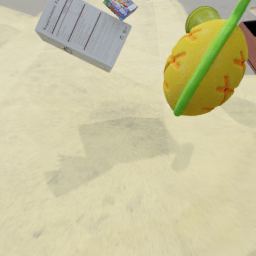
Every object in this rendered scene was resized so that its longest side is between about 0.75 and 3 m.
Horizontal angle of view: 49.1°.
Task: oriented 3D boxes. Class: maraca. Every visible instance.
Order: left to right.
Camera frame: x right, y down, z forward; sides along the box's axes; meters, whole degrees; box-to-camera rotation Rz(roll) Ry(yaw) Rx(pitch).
[{"bbox_3d":[1.370,-1.167,4.575,1.213,2.268,1.555,32,0,5],"label":"maraca"}]

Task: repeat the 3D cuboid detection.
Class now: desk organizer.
[{"bbox_3d":[3.422,-1.766,6.434,0.974,1.046,2.716,19,39,-21],"label":"desk organizer"}]

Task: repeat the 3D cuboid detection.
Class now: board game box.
[{"bbox_3d":[-0.175,-3.253,7.405,0.674,0.171,0.995,42,41,-8],"label":"board game box"}]

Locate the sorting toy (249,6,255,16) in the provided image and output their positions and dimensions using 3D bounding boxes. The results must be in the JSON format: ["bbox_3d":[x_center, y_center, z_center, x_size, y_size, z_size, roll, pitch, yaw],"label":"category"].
[{"bbox_3d":[4.376,-3.553,8.725,0.899,0.177,0.972,-10,47,-1],"label":"sorting toy"}]

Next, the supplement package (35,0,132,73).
[{"bbox_3d":[-1.242,-2.710,8.040,2.278,1.336,1.332,25,2,-9],"label":"supplement package"}]

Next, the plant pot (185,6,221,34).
[{"bbox_3d":[2.603,-3.207,9.101,1.219,1.219,1.174,-3,34,-4],"label":"plant pot"}]
